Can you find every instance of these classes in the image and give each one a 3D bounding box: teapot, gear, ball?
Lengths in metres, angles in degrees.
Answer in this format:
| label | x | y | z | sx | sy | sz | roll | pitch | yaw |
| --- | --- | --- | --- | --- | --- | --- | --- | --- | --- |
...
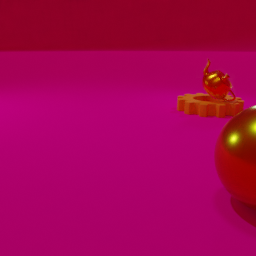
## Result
| label | x | y | z | sx | sy | sz | roll | pitch | yaw |
| --- | --- | --- | --- | --- | --- | --- | --- | --- | --- |
| teapot | 2.732 | -1.404 | 8.538 | 0.736 | 1.504 | 0.935 | -42 | -9 | 36 |
| gear | 2.650 | -0.777 | 9.138 | 2.055 | 0.380 | 2.055 | 0 | 17 | 0 |
| ball | 1.815 | 0.378 | 3.548 | 1.386 | 1.386 | 1.386 | 0 | 17 | 0 |
